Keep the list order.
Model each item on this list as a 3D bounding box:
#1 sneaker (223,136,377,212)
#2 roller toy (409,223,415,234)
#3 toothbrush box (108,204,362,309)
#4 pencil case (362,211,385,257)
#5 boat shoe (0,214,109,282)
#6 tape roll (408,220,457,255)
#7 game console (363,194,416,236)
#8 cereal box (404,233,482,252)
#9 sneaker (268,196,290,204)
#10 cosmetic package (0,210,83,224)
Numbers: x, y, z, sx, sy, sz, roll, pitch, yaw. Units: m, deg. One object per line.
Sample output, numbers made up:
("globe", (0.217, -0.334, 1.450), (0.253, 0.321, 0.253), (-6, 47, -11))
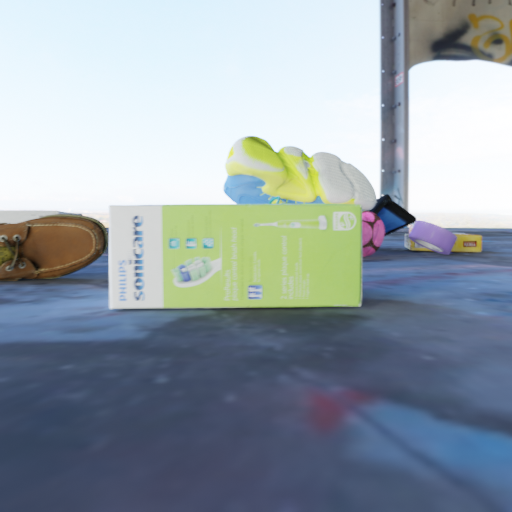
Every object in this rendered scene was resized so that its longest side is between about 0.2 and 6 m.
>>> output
("sneaker", (0.778, -1.337, 11.468), (3.194, 1.210, 1.678), (18, -41, -14))
("roller toy", (5.927, -0.933, 20.778), (0.427, 0.558, 0.611), (0, 10, -5))
("toothbrush box", (-0.187, -0.048, 5.018), (1.992, 0.858, 1.450), (1, 4, -4))
("pencil case", (1.245, -0.430, 10.295), (2.128, 0.966, 0.997), (1, 45, -28))
("boat shoe", (-2.766, -0.014, 6.352), (2.100, 0.755, 0.714), (-9, 8, 2))
("tape roll", (3.503, -0.364, 11.131), (0.860, 0.366, 0.860), (25, 0, 0))
("game console", (2.555, -0.575, 13.148), (1.824, 1.062, 1.604), (-28, 11, 44))
("cereal box", (4.165, -0.326, 12.698), (1.452, 0.399, 2.018), (1, 4, 10))
("sneaker", (0.742, -0.565, 10.742), (1.744, 1.138, 0.693), (0, 1, -25))
("cosmetic package", (-5.938, -0.580, 12.755), (3.553, 0.900, 1.466), (0, 4, 4))
